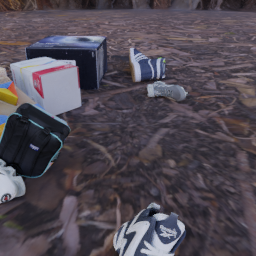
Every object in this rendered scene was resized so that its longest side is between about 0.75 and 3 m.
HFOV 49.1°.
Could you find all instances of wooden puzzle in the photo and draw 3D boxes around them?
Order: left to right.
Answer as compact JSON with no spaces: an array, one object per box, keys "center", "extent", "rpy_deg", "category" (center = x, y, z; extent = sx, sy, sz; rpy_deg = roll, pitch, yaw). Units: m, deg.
[{"center":[-3.260,-0.425,7.503],"extent":[2.402,0.556,2.225],"rpy_deg":[43,36,7],"category":"wooden puzzle"}]

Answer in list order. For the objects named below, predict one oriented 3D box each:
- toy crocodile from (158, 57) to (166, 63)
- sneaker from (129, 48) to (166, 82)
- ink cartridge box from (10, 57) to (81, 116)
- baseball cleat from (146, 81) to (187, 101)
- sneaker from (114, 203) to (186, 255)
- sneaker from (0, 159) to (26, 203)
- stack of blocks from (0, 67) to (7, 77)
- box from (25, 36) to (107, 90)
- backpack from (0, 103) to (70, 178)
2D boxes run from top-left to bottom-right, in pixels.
[{"center":[1.836,-3.715,15.447],"extent":[0.259,0.237,0.767],"rpy_deg":[-44,33,-4],"category":"toy crocodile"},{"center":[0.891,-3.052,13.287],"extent":[1.589,1.027,2.929],"rpy_deg":[-6,35,-1],"category":"sneaker"},{"center":[-2.899,-1.519,9.909],"extent":[2.073,1.506,1.499],"rpy_deg":[25,37,38],"category":"ink cartridge box"},{"center":[1.353,-1.322,10.644],"extent":[0.990,0.648,1.860],"rpy_deg":[-20,24,-22],"category":"baseball cleat"},{"center":[0.387,1.796,3.946],"extent":[0.712,1.161,1.784],"rpy_deg":[30,17,-15],"category":"sneaker"},{"center":[-3.192,0.975,6.005],"extent":[2.110,0.782,0.934],"rpy_deg":[22,32,36],"category":"sneaker"},{"center":[-5.108,-1.333,9.362],"extent":[2.976,1.714,0.872],"rpy_deg":[21,34,34],"category":"stack of blocks"},{"center":[-2.555,-3.035,12.507],"extent":[2.927,1.804,2.903],"rpy_deg":[2,27,3],"category":"box"},{"center":[-2.177,0.319,6.432],"extent":[1.347,1.532,1.174],"rpy_deg":[29,21,-9],"category":"backpack"}]
